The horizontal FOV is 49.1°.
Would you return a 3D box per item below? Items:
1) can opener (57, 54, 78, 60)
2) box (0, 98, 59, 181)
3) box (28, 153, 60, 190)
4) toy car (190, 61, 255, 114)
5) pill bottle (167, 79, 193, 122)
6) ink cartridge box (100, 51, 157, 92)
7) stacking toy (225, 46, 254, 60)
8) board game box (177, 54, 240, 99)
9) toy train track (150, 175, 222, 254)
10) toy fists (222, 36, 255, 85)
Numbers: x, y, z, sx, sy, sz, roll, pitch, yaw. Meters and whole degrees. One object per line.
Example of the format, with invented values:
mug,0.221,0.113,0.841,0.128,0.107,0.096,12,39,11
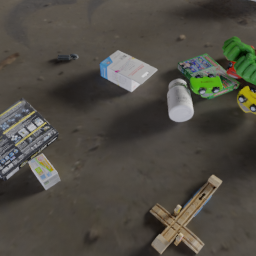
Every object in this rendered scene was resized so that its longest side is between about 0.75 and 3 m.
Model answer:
can opener,-2.368,-2.826,11.052,0.835,0.278,0.220,0,51,6
box,-3.233,0.274,7.962,1.575,0.480,1.953,43,60,4
box,-2.265,1.164,7.563,0.466,0.420,0.829,-33,57,-25
toy car,3.191,-1.417,9.382,2.467,0.585,2.622,-4,59,-9
pill bottle,1.667,-0.929,9.105,0.768,0.768,1.344,1,50,1
ink cartridge box,0.020,-1.993,10.092,1.836,0.623,1.057,31,57,24
stacking toy,4.475,-3.021,11.117,1.211,0.517,0.517,-14,51,-20
board game box,2.904,-1.943,10.274,1.318,0.285,1.958,-20,53,-17
toy train track,1.532,1.990,6.883,1.451,0.411,2.529,37,58,27
toy fists,2.985,-1.725,7.110,0.831,0.560,1.629,6,49,-26
